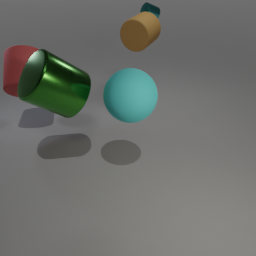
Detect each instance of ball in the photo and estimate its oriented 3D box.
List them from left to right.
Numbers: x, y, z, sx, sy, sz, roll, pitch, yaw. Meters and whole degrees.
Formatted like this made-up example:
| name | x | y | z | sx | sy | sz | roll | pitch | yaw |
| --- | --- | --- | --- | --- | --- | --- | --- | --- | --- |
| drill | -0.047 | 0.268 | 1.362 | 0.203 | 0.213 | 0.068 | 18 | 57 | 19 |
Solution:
| name | x | y | z | sx | sy | sz | roll | pitch | yaw |
| --- | --- | --- | --- | --- | --- | --- | --- | --- | --- |
| ball | 0.062 | -0.833 | 7.235 | 1.400 | 1.400 | 1.400 | 0 | 29 | 0 |

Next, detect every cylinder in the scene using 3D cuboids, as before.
| name | x | y | z | sx | sy | sz | roll | pitch | yaw |
| --- | --- | --- | --- | --- | --- | --- | --- | --- | --- |
| cylinder | -3.611 | -1.941 | 9.837 | 1.400 | 1.400 | 1.400 | -5 | -14 | -1 |
| cylinder | -1.942 | -1.137 | 7.421 | 1.400 | 1.400 | 1.400 | 24 | 10 | -41 |
| cylinder | 0.567 | -4.288 | 12.463 | 1.400 | 1.400 | 1.400 | 14 | 39 | 23 |
| cylinder | 1.045 | -5.464 | 13.235 | 0.700 | 0.700 | 0.700 | 8 | 22 | -33 |
